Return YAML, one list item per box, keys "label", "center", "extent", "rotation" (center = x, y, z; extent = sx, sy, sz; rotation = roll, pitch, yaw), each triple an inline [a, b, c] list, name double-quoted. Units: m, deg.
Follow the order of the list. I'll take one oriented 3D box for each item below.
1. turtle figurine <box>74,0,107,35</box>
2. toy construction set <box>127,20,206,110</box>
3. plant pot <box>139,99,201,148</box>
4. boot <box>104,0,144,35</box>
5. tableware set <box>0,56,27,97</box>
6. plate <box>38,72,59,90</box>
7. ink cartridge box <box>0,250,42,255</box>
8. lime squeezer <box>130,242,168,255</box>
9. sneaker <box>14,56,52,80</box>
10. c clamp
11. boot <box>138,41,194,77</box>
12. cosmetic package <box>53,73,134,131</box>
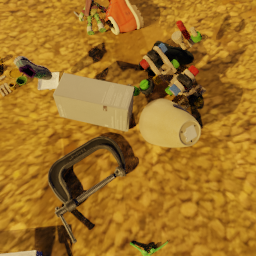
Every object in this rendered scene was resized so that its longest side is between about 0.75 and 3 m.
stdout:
- label: "turtle figurine"
  center: [-1.399, -4.529, 11.495]
  extent: [1.096, 1.523, 1.476]
  rotation: [-7, 81, -29]
- label: "toy construction set"
  center: [1.756, -1.843, 9.343]
  extent: [2.213, 2.039, 2.653]
  rotation: [17, 79, 41]
- label: "plant pot"
  center: [1.355, -0.031, 8.215]
  extent: [1.504, 1.504, 1.606]
  rotation: [-31, 23, -15]
- label: "boot"
  center: [-0.529, -4.878, 11.511]
  extent: [1.338, 0.937, 2.496]
  rotation: [-27, 66, -8]
- label: "tableware set"
  center: [-4.514, -2.020, 10.339]
  extent: [1.165, 0.265, 1.730]
  rotation: [-34, 67, -17]
- label: "plate"
  center: [-2.896, -1.698, 10.248]
  extent: [0.751, 0.121, 0.750]
  rotation: [-4, 63, -3]
- label: "ink cartridge box"
  center: [-3.601, 3.912, 7.028]
  extent: [2.705, 0.598, 1.271]
  rotation: [-5, 61, -2]
- label: "lime squeezer"
  center: [0.583, 3.304, 7.623]
  extent: [1.047, 0.198, 0.370]
  rotation: [-2, 32, 0]
- label: "sneaker"
  center: [-2.994, -1.740, 9.025]
  extent: [0.534, 1.434, 0.628]
  rotation: [-39, 60, 20]
- label: "c clamp"
  center: [-1.153, 1.579, 8.443]
  extent: [2.782, 0.377, 2.376]
  rotation: [-38, 63, -16]
- label: "boot"
  center: [1.391, -2.393, 10.319]
  extent: [1.688, 0.645, 1.419]
  rotation: [26, 66, 14]
- label: "cosmetic package"
  center: [-1.059, -0.830, 9.117]
  extent: [2.412, 1.288, 1.088]
  rotation: [9, 58, 6]
